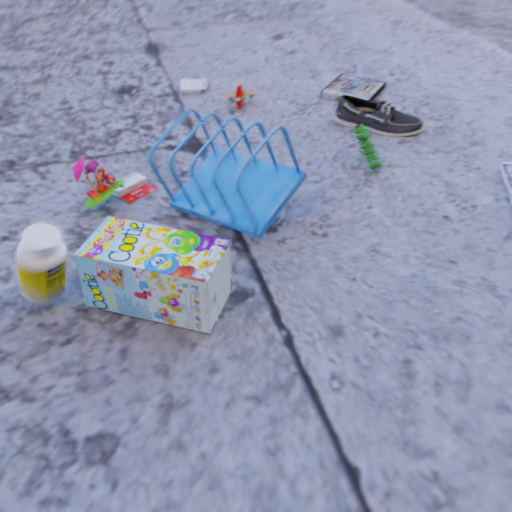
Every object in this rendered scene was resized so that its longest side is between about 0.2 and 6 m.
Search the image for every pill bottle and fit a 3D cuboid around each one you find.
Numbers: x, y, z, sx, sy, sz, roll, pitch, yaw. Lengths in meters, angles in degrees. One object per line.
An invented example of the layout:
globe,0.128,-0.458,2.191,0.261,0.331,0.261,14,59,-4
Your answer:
pill bottle,-3.328,0.117,8.709,0.712,1.266,0.712,10,47,-11

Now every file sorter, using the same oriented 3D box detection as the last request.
file sorter,-0.581,-1.637,10.373,2.315,1.420,1.606,20,63,34

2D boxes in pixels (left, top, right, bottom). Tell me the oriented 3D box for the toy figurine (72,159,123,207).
toy figurine,-3.152,-1.535,10.877,0.894,0.823,0.671,-41,33,-19

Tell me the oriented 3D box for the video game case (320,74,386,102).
video game case,2.699,-4.607,15.516,1.364,0.193,1.510,19,44,22

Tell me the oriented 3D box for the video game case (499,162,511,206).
video game case,5.992,-1.238,11.475,1.572,0.198,2.196,6,40,7

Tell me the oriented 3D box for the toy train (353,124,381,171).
toy train,2.492,-2.395,12.467,0.259,0.350,1.241,-29,64,26

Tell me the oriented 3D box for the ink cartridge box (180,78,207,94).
ink cartridge box,-1.746,-4.759,15.727,0.763,0.155,0.762,-3,40,-3

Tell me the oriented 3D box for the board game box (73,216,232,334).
board game box,-1.576,0.273,8.924,2.153,1.129,1.109,11,40,12

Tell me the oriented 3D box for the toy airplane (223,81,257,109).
toy airplane,-0.428,-4.273,14.877,0.716,0.507,0.719,-46,66,-2

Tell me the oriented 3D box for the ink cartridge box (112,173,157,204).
ink cartridge box,-2.586,-1.429,11.715,0.678,0.172,0.770,28,46,30

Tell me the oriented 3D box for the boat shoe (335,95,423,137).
boat shoe,3.031,-3.483,13.774,2.206,0.692,0.801,14,42,16
